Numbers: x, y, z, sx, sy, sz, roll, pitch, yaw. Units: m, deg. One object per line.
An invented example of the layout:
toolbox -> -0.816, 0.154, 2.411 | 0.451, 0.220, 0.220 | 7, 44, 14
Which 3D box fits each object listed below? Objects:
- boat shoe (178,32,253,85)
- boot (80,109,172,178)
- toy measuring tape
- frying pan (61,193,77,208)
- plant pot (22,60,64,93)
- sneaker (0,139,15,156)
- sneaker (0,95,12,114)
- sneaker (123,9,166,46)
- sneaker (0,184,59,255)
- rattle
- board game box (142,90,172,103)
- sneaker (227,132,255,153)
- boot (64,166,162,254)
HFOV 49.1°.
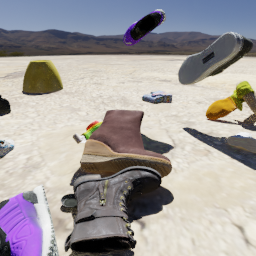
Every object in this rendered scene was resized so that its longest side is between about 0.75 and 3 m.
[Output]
boat shoe -> 2.940, -2.242, 9.814 | 0.952, 1.057, 2.989 | 3, -14, -28
boot -> 0.095, 0.234, 7.006 | 2.444, 0.884, 2.033 | 2, 46, 27
toy measuring tape -> -0.893, 0.134, 7.761 | 0.804, 0.804, 2.186 | 2, -4, 7
frying pan -> -0.973, 1.467, 5.606 | 0.736, 0.120, 0.445 | 4, 21, -8
plant pot -> -5.290, -3.259, 17.251 | 2.471, 1.754, 2.471 | 0, 19, 0
sneaker -> -3.571, 0.487, 8.144 | 0.360, 0.381, 0.942 | -2, 18, -2
sneaker -> -5.826, -1.011, 11.974 | 1.461, 0.837, 0.559 | -8, 18, -16
sneaker -> 0.432, -3.657, 10.336 | 1.934, 0.672, 0.962 | -28, 14, 37
sneaker -> -1.635, 1.691, 4.019 | 1.168, 0.817, 2.349 | -12, 17, -18
rattle -> 4.872, -0.760, 11.843 | 1.886, 2.070, 2.898 | 45, 21, 22
board game box -> 1.591, -1.592, 14.390 | 1.267, 0.391, 1.266 | -14, 22, -37
sneaker -> 3.679, 0.377, 8.397 | 0.677, 0.432, 1.172 | -17, 23, -34
boot -> -0.132, 1.469, 4.989 | 1.967, 0.681, 1.712 | -8, 25, -10
